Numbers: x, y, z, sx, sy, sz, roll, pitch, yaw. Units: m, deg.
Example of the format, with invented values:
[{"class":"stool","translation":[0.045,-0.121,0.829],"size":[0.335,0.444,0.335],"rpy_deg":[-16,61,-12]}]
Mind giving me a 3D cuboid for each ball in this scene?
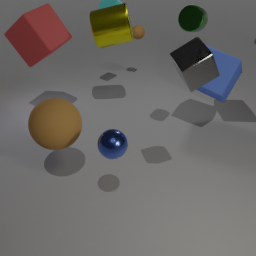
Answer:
[{"class":"ball","translation":[0.508,-4.892,14.302],"size":[0.700,0.700,0.700],"rpy_deg":[0,33,0]},{"class":"ball","translation":[-0.353,0.371,6.447],"size":[0.700,0.700,0.700],"rpy_deg":[0,33,0]},{"class":"ball","translation":[-1.939,-0.106,7.515],"size":[1.400,1.400,1.400],"rpy_deg":[0,33,0]}]

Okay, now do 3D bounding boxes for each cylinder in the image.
[{"class":"cylinder","translation":[-0.596,-3.882,10.695],"size":[1.400,1.400,1.400],"rpy_deg":[-11,32,7]},{"class":"cylinder","translation":[1.855,-3.098,7.958],"size":[0.700,0.700,0.700],"rpy_deg":[15,23,21]}]

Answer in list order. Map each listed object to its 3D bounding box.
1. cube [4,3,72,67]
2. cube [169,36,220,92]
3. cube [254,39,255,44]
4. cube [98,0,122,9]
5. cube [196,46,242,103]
[{"class":"cube","translation":[-3.172,-3.286,9.982],"size":[1.400,1.400,1.400],"rpy_deg":[-20,24,38]},{"class":"cube","translation":[1.422,-1.356,5.994],"size":[0.700,0.700,0.700],"rpy_deg":[-30,49,11]},{"class":"cube","translation":[5.178,-3.002,8.848],"size":[1.400,1.400,1.400],"rpy_deg":[8,35,-9]},{"class":"cube","translation":[-0.709,-5.181,11.942],"size":[0.700,0.700,0.700],"rpy_deg":[35,17,16]},{"class":"cube","translation":[3.222,-1.955,10.370],"size":[1.400,1.400,1.400],"rpy_deg":[31,7,23]}]
